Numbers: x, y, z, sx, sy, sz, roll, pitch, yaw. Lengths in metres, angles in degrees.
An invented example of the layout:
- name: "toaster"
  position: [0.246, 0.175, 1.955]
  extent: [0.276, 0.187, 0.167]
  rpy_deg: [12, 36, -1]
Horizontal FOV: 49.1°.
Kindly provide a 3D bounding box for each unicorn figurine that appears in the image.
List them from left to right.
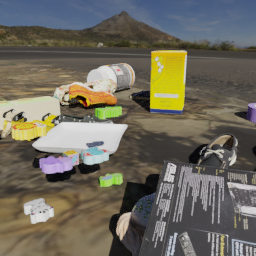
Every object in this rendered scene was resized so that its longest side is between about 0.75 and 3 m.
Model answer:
- name: "unicorn figurine"
  position: [0.803, 1.135, 4.153]
  extent: [2.298, 0.848, 1.578]
  rpy_deg: [-8, 27, -40]

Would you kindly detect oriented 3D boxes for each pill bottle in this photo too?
- name: "pill bottle"
  position: [-0.916, -2.726, 15.495]
  extent: [1.532, 1.532, 2.633]
  rpy_deg: [12, 21, 33]

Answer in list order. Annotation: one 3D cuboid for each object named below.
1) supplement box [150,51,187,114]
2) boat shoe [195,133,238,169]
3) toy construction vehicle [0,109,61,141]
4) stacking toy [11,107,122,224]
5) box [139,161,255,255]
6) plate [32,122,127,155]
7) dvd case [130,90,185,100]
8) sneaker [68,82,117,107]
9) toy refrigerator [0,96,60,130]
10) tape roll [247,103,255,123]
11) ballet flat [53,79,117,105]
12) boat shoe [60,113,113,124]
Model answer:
- name: "supplement box"
  position: [1.637, -1.886, 11.331]
  extent: [1.311, 2.394, 1.303]
  rpy_deg: [4, 17, 13]
- name: "boat shoe"
  position: [1.962, 0.644, 6.182]
  extent: [0.767, 0.626, 2.076]
  rpy_deg: [13, 21, 35]
- name: "toy construction vehicle"
  position: [-3.086, -0.019, 8.602]
  extent: [1.547, 0.626, 1.777]
  rpy_deg: [13, 21, 3]
- name: "stacking toy"
  position: [-0.882, 0.548, 4.905]
  extent: [2.105, 1.587, 0.495]
  rpy_deg: [-13, 22, -38]
- name: "box"
  position: [1.066, 1.407, 2.572]
  extent: [1.949, 0.615, 2.472]
  rpy_deg: [6, 36, 15]
- name: "plate"
  position: [-1.199, 0.303, 7.760]
  extent: [2.131, 0.345, 2.136]
  rpy_deg: [3, 17, 7]
- name: "dvd case"
  position: [1.514, -1.607, 14.150]
  extent: [2.335, 0.187, 1.736]
  rpy_deg: [8, 19, 25]
- name: "sneaker"
  position: [-1.480, -1.218, 11.754]
  extent: [2.246, 0.866, 0.820]
  rpy_deg: [10, -20, -32]
- name: "toy refrigerator"
  position: [-3.663, -0.597, 9.837]
  extent: [2.354, 0.824, 0.894]
  rpy_deg: [-15, 23, -38]
- name: "tape roll"
  position: [4.981, -0.530, 10.139]
  extent: [1.233, 0.524, 1.233]
  rpy_deg: [-1, 18, 0]
- name: "ballet flat"
  position: [-1.830, -1.529, 12.714]
  extent: [2.989, 1.130, 0.955]
  rpy_deg: [-14, 31, -15]
- name: "boat shoe"
  position: [-1.366, -0.215, 9.159]
  extent: [1.748, 0.495, 0.600]
  rpy_deg: [-1, 17, -4]
